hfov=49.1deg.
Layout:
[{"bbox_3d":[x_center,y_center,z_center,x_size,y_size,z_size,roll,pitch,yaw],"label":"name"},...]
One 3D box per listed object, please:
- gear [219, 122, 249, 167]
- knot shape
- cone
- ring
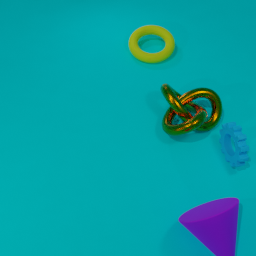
[{"bbox_3d":[2.838,0.441,7.564,0.221,1.195,1.195,-10,56,-6],"label":"gear"},{"bbox_3d":[1.707,-0.669,8.464,2.042,0.944,1.911,-25,58,-28],"label":"knot shape"},{"bbox_3d":[2.051,2.485,6.226,1.418,1.418,1.423,-19,82,-13],"label":"cone"},{"bbox_3d":[0.890,-3.169,10.517,1.738,0.348,1.738,0,64,1],"label":"ring"}]
